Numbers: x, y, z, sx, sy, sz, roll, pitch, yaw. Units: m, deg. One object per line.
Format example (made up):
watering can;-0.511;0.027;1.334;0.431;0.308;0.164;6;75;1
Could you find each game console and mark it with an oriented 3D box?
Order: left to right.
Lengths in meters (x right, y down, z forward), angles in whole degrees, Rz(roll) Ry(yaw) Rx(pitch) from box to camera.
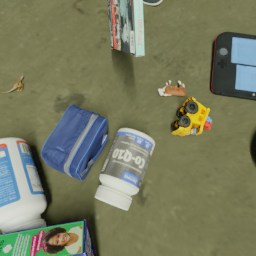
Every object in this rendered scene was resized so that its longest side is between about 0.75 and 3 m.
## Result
game console;4.257;-2.071;9.479;2.740;0.425;2.423;9;69;4

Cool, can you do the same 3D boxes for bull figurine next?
bull figurine;1.451;-1.276;9.229;0.931;0.303;0.565;7;69;3

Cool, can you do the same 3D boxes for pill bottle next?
pill bottle;-3.049;1.725;7.430;1.491;1.491;2.657;-21;70;-8
pill bottle;-0.094;1.142;7.827;1.166;1.166;2.050;19;71;7

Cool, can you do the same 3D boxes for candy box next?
candy box;-2.069;3.453;6.364;2.678;2.264;1.031;-9;27;-4

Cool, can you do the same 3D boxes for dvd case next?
dvd case;-0.113;-2.713;6.774;0.258;2.346;1.713;-9;111;-13

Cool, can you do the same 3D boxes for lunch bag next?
lunch bag;-1.328;0.400;8.003;1.335;1.371;2.018;25;69;8

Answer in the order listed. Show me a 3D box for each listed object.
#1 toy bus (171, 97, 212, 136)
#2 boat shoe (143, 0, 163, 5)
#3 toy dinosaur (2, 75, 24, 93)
toy bus;2.031;-0.170;8.618;1.142;0.807;1.190;29;73;-6
boat shoe;0.410;-5.635;10.684;0.902;0.745;2.408;-36;73;-13
toy dinosaur;-3.726;-1.365;9.333;0.485;0.276;0.913;21;61;32
